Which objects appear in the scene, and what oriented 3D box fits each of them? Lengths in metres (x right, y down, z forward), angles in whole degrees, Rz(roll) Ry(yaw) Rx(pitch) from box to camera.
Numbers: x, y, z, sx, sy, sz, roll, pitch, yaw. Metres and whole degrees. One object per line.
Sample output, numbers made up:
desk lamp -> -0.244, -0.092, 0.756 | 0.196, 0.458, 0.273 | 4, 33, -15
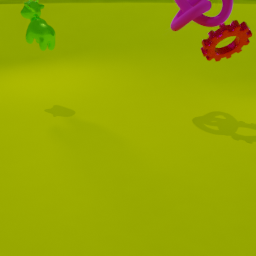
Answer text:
knot shape -> 2.099, -3.898, 8.835 | 1.978, 0.914, 1.851 | -22, 54, 0
gear -> 2.882, -2.529, 8.261 | 1.425, 1.425, 0.264 | -7, 65, -14
cow figurine -> -3.029, -3.553, 9.563 | 1.498, 1.474, 0.822 | 31, 31, 23
